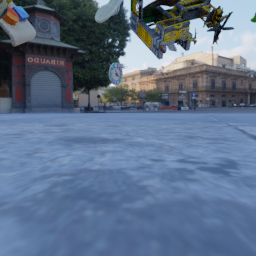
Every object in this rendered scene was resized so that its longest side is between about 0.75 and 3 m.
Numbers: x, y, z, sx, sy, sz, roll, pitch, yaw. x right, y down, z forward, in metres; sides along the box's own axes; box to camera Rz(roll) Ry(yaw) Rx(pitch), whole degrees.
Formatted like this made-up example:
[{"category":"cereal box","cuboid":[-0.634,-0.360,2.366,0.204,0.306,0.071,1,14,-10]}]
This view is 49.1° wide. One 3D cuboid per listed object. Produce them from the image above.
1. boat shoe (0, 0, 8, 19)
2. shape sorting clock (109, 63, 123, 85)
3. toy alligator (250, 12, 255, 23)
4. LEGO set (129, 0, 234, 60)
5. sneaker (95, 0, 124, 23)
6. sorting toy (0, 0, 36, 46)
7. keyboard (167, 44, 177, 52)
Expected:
[{"category":"boat shoe","cuboid":[-3.134,-2.160,4.940,0.996,0.973,2.634,8,43,4]},{"category":"shape sorting clock","cuboid":[-0.484,-2.221,11.534,0.180,0.918,0.918,3,5,33]},{"category":"toy alligator","cuboid":[3.376,-2.940,5.775,1.910,0.518,0.566,-31,23,25]},{"category":"LEGO set","cuboid":[1.376,-2.817,6.222,2.933,2.255,1.699,-16,53,-24]},{"category":"sneaker","cuboid":[-0.471,-3.253,7.864,0.436,1.164,0.492,33,-18,18]},{"category":"sorting toy","cuboid":[-3.384,-3.214,7.228,0.437,2.193,2.967,-30,21,10]},{"category":"keyboard","cuboid":[1.195,-3.230,9.388,0.085,1.596,0.449,-46,36,-13]}]
